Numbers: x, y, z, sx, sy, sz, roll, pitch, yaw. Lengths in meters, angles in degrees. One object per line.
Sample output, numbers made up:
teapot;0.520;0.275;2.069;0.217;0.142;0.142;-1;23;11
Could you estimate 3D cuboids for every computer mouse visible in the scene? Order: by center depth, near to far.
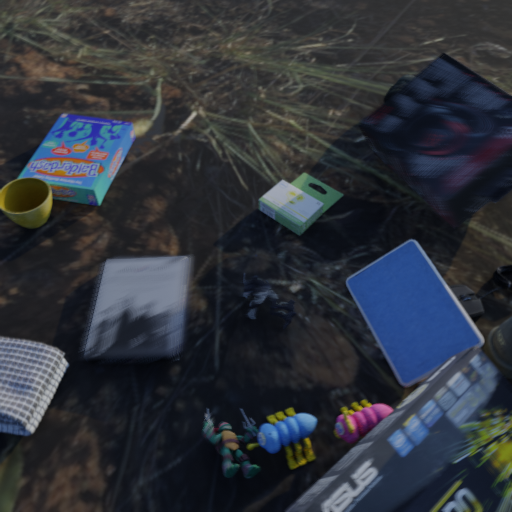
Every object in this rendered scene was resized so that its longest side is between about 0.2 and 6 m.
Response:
computer mouse;4.026;0.679;9.929;2.959;0.504;0.867;-21;53;-17

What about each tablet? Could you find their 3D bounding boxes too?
tablet;2.612;0.919;9.546;1.489;0.156;2.289;-34;53;13

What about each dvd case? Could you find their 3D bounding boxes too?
dvd case;-2.036;0.892;9.826;1.554;0.256;2.067;-2;50;4

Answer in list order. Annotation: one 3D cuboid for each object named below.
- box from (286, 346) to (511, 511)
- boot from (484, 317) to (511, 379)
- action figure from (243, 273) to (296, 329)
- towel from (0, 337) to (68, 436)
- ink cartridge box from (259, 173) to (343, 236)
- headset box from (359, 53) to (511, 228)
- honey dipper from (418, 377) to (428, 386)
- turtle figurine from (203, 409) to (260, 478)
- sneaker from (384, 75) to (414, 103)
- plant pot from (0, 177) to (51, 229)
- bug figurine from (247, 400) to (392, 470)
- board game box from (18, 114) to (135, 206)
box;2.501;3.258;7.012;3.499;0.859;2.820;-32;75;-27
boot;5.220;0.613;7.919;3.357;3.692;1.340;-7;52;-5
action figure;0.124;0.775;9.752;1.138;0.676;0.581;32;54;18
towel;-3.996;1.960;8.768;1.634;0.699;1.353;9;51;8
ink cartridge box;0.947;-1.202;11.543;1.104;0.364;1.518;34;61;25
headset box;3.897;-2.224;10.994;2.301;1.161;3.096;-41;51;7
honey dipper;2.981;1.867;9.203;0.175;0.175;0.919;37;56;26
turtle figurine;-0.365;2.731;8.247;0.815;0.548;1.088;-2;35;-21
sneaker;3.988;-3.268;12.845;2.456;0.939;1.407;32;60;26
plant pot;-4.498;-0.958;11.102;0.999;0.709;0.999;0;51;0
bug figurine;1.303;3.107;7.830;2.198;0.729;2.835;-21;54;-16
board game box;-3.837;-2.137;12.174;1.712;0.506;2.251;8;52;7
